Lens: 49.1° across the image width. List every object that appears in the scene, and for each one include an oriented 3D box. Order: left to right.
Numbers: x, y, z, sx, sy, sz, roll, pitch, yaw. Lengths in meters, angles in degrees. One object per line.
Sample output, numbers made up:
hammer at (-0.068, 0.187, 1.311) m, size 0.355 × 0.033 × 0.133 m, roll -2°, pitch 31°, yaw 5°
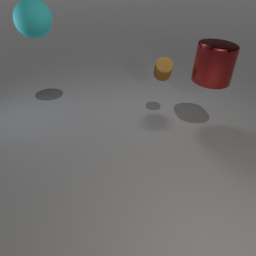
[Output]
ball at (-3.542, -4.076, 10.453) m, size 1.400 × 1.400 × 1.400 m, roll 0°, pitch 30°, yaw 0°
cylinder at (1.384, -2.300, 10.965) m, size 0.700 × 0.700 × 0.700 m, roll 0°, pitch 72°, yaw -1°
cylinder at (3.050, -2.279, 9.893) m, size 1.400 × 1.400 × 1.400 m, roll 3°, pitch 32°, yaw -2°
